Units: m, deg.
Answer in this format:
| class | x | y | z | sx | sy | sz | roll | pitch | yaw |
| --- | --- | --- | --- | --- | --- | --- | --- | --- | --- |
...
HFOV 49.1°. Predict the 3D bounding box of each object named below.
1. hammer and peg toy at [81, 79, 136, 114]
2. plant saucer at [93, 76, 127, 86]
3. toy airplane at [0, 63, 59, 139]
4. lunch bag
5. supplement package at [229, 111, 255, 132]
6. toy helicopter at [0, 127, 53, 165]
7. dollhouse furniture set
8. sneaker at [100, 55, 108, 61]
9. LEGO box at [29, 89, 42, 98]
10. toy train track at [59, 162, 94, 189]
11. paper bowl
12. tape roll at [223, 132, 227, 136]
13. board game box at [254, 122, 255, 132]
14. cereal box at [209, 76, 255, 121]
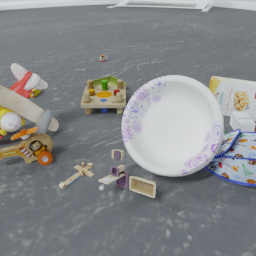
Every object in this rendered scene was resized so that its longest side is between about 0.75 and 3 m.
| class | x | y | z | sx | sy | sz | roll | pitch | yaw |
| --- | --- | --- | --- | --- | --- | --- | --- | --- | --- |
| hammer and peg toy | -0.619 | -1.377 | 12.174 | 2.693 | 0.949 | 1.980 | 0 | 33 | 0 |
| plant saucer | -1.019 | -2.099 | 13.971 | 1.449 | 0.347 | 1.446 | -21 | 37 | -30 |
| toy airplane | -3.837 | -0.698 | 9.426 | 2.811 | 2.799 | 1.984 | -11 | 39 | -19 |
| lunch bag | 3.447 | 0.828 | 8.489 | 1.932 | 1.196 | 1.642 | 5 | 29 | 35 |
| supplement package | 4.321 | -0.165 | 10.614 | 0.572 | 0.574 | 0.978 | -1 | 32 | -2 |
| toy helicopter | -3.332 | 0.595 | 8.710 | 1.919 | 1.269 | 0.757 | -12 | 33 | -18 |
| dollhouse furniture set | -0.029 | 1.299 | 7.289 | 1.432 | 1.135 | 1.017 | 11 | 16 | 33 |
| sneaker | -1.541 | -4.534 | 17.929 | 0.329 | 0.347 | 0.844 | 12 | 33 | 18 |
| LEGO box | -4.632 | -1.789 | 13.491 | 0.616 | 0.319 | 0.827 | 6 | 32 | 10 |
| toy train track | -1.545 | 1.375 | 8.462 | 0.752 | 0.213 | 1.311 | 21 | 38 | 31 |
| paper bowl | 1.392 | 0.005 | 8.493 | 2.912 | 2.912 | 1.515 | 15 | -5 | 23 |
| tape roll | 3.245 | 0.382 | 10.076 | 0.859 | 0.206 | 0.859 | 1 | 32 | 0 |
| board game box | 5.092 | 0.180 | 10.484 | 0.679 | 0.128 | 1.319 | 11 | 33 | 19 |
| cereal box | 4.346 | -1.190 | 11.355 | 2.150 | 1.547 | 0.425 | 12 | 34 | 21 |
